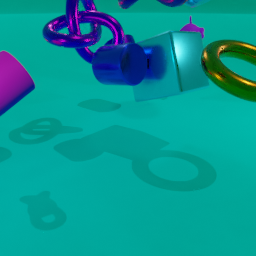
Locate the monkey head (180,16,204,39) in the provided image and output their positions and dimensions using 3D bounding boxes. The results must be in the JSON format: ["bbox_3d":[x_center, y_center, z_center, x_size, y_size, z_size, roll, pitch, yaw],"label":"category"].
[{"bbox_3d":[2.365,-3.366,10.645,0.946,1.570,1.129,24,3,17],"label":"monkey head"}]

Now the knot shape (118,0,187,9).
[{"bbox_3d":[0.279,-1.930,3.451,0.565,1.223,1.145,2,-24,-37],"label":"knot shape"}]

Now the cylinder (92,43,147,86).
[{"bbox_3d":[-0.190,-1.437,6.389,0.925,0.925,0.925,10,25,42],"label":"cylinder"}]

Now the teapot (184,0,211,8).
[{"bbox_3d":[1.611,-3.163,6.146,0.988,0.778,1.590,-18,11,21],"label":"teapot"}]

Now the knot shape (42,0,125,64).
[{"bbox_3d":[-0.990,-2.479,7.212,0.944,1.913,2.044,-25,34,58],"label":"knot shape"}]

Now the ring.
[{"bbox_3d":[2.305,-1.155,5.475,1.833,0.367,1.833,8,45,-8],"label":"ring"}]

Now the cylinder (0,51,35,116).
[{"bbox_3d":[-2.760,-0.953,6.078,1.039,1.039,1.039,25,62,42],"label":"cylinder"}]

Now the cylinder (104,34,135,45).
[{"bbox_3d":[-0.168,-2.495,9.788,1.123,1.123,1.123,-19,-3,-1],"label":"cylinder"}]

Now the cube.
[{"bbox_3d":[0.983,-1.500,6.938,1.391,1.391,1.391,-5,9,43],"label":"cube"}]
